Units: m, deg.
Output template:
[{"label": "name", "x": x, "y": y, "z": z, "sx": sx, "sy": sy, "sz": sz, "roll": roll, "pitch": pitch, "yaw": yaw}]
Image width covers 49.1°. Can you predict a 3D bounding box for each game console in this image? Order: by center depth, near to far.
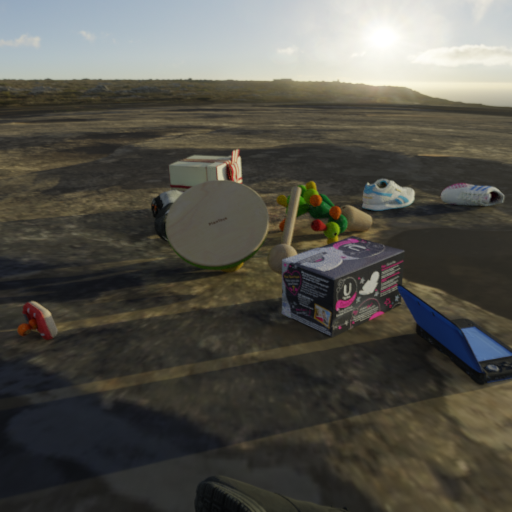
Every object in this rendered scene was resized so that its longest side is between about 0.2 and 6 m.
[{"label": "game console", "x": 2.852, "y": 0.971, "z": 7.713, "sx": 1.322, "sy": 0.916, "sz": 1.549, "roll": -7, "pitch": 22, "yaw": -15}]

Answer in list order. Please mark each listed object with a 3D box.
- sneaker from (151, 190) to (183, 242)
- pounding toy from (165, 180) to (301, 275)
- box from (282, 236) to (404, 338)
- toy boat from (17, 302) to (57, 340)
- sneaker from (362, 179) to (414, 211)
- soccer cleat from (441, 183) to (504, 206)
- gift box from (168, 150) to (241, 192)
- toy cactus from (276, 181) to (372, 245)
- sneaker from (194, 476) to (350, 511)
[{"label": "sneaker", "x": -1.968, "y": -0.936, "z": 12.788, "sx": 1.059, "sy": 0.987, "sz": 2.670, "roll": 10, "pitch": 16, "yaw": 1}, {"label": "pounding toy", "x": -0.416, "y": -0.360, "z": 10.781, "sx": 2.495, "sy": 1.158, "sz": 1.926, "roll": 3, "pitch": 60, "yaw": 5}, {"label": "box", "x": 1.404, "y": 0.416, "z": 9.078, "sx": 1.770, "sy": 1.015, "sz": 1.169, "roll": -16, "pitch": 26, "yaw": -38}, {"label": "toy boat", "x": -3.294, "y": 1.020, "z": 8.289, "sx": 0.729, "sy": 0.476, "sz": 0.477, "roll": 21, "pitch": 44, "yaw": 39}, {"label": "sneaker", "x": 3.717, "y": -1.739, "z": 15.461, "sx": 1.871, "sy": 0.756, "sz": 0.716, "roll": -14, "pitch": 22, "yaw": -36}, {"label": "soccer cleat", "x": 6.022, "y": -1.673, "z": 15.512, "sx": 1.699, "sy": 0.593, "sz": 0.733, "roll": -2, "pitch": 21, "yaw": -7}, {"label": "gift box", "x": -1.150, "y": -1.912, "z": 14.693, "sx": 1.624, "sy": 1.605, "sz": 1.739, "roll": 7, "pitch": 28, "yaw": 23}, {"label": "toy cactus", "x": 1.653, "y": -0.877, "z": 12.924, "sx": 2.121, "sy": 1.315, "sz": 2.571, "roll": 14, "pitch": 12, "yaw": -19}, {"label": "sneaker", "x": 0.372, "y": 2.323, "z": 4.492, "sx": 1.967, "sy": 0.747, "sz": 0.893, "roll": 20, "pitch": 17, "yaw": 29}]
